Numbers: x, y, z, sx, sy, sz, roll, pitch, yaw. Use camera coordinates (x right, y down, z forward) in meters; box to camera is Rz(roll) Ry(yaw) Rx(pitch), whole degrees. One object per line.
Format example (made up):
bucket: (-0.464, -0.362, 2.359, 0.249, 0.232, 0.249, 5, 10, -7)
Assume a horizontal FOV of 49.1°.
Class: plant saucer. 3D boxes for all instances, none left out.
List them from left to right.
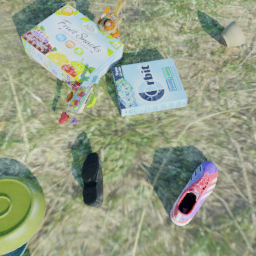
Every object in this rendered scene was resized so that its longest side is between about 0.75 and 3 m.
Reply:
plant saucer: (-3.754, 2.995, 7.882, 2.175, 0.391, 2.175, 0, 59, 1)
plant saucer: (-3.628, 2.325, 7.976, 2.456, 0.382, 2.456, 1, 48, -2)

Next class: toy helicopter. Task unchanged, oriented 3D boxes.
toy helicopter: (-0.590, -4.283, 10.649, 0.999, 0.596, 1.511, 29, 88, 28)

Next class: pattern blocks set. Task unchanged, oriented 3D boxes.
pattern blocks set: (-1.609, -0.954, 9.305, 1.591, 0.147, 1.811, 2, 67, 43)

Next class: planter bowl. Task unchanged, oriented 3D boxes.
planter bowl: (4.282, -3.787, 11.606, 0.682, 1.013, 1.013, -30, 60, 15)

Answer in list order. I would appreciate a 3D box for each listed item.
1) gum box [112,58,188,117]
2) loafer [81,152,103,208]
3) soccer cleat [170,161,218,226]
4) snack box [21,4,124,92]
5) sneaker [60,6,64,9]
gum box: (0.756, -1.553, 10.463, 2.386, 0.532, 2.027, -10, 60, -6)
loafer: (-1.043, 1.592, 8.594, 0.624, 0.619, 1.713, -11, 59, 19)
soccer cleat: (2.060, 1.833, 8.299, 0.779, 0.836, 2.283, 34, 65, 18)
snack box: (-2.094, -3.099, 10.878, 2.970, 1.005, 2.504, 39, 66, 9)
sneaker: (-2.826, -5.002, 12.516, 0.421, 0.488, 1.113, -21, 63, -14)
